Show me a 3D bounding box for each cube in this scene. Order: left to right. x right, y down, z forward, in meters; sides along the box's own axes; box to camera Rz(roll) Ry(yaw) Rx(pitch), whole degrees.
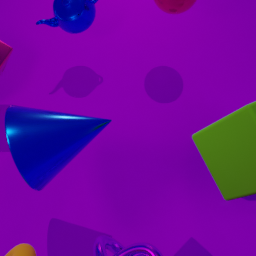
[{"bbox_3d":[-3.790,-1.676,7.095,1.104,1.104,1.104,31,54,-22],"label":"cube"},{"bbox_3d":[1.822,0.254,4.016,1.073,1.073,1.073,-19,78,-37],"label":"cube"}]

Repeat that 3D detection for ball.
[{"bbox_3d":[1.241,-3.635,7.274,1.272,1.272,1.272,0,66,0],"label":"ball"}]

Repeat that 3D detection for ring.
[{"bbox_3d":[-1.850,2.401,3.873,0.328,1.638,1.638,38,69,-14],"label":"ring"}]

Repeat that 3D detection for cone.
[{"bbox_3d":[-1.004,0.103,4.809,1.528,1.522,1.522,-18,67,-2],"label":"cone"}]

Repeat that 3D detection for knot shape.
[{"bbox_3d":[-0.032,2.457,4.851,1.407,1.504,0.695,1,102,16],"label":"knot shape"}]

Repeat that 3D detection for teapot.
[{"bbox_3d":[-1.576,-3.209,7.634,1.929,0.945,1.199,-26,86,9],"label":"teapot"}]
